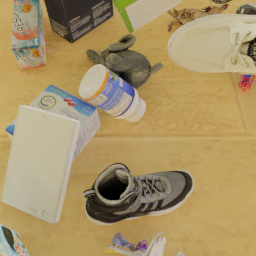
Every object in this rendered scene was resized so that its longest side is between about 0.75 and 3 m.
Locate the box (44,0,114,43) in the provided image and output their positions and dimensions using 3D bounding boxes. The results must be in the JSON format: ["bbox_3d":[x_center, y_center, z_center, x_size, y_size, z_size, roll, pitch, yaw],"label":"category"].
[{"bbox_3d":[-1.713,-4.597,9.940,1.173,2.052,2.254,38,64,21],"label":"box"}]

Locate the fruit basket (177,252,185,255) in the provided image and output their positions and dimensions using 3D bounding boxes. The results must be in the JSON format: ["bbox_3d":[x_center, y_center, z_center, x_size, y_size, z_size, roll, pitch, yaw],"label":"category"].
[{"bbox_3d":[1.279,3.652,5.683,1.493,0.756,1.612,31,47,18],"label":"fruit basket"}]

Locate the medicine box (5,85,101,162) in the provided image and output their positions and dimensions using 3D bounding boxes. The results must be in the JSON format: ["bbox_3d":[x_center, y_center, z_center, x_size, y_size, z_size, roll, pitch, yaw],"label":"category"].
[{"bbox_3d":[-1.981,-0.001,7.705,1.691,0.955,1.856,28,62,17],"label":"medicine box"}]

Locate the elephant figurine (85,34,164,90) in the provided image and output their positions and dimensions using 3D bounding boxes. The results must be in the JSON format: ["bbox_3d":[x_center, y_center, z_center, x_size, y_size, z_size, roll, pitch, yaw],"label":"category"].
[{"bbox_3d":[-0.242,-2.174,8.869,1.786,1.629,2.303,16,37,-23],"label":"elephant figurine"}]

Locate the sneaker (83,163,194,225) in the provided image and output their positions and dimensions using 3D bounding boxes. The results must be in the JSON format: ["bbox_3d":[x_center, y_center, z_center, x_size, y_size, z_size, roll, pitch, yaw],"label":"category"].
[{"bbox_3d":[0.323,1.416,6.441,2.781,1.582,1.049,-14,59,-9],"label":"sneaker"}]

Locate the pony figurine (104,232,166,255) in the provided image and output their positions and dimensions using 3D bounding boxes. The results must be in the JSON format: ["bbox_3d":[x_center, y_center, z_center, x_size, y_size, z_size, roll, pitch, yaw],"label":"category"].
[{"bbox_3d":[0.228,2.817,5.980,1.434,1.194,1.385,13,66,25],"label":"pony figurine"}]

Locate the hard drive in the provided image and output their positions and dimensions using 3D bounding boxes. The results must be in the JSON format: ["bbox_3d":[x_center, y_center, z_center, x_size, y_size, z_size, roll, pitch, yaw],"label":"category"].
[{"bbox_3d":[-2.105,0.820,6.631,1.600,0.319,2.427,16,96,19],"label":"hard drive"}]

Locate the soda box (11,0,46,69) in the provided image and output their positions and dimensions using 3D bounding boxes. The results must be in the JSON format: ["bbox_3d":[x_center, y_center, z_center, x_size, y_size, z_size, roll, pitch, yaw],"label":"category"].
[{"bbox_3d":[-3.464,-3.425,9.842,0.896,0.963,2.817,-9,58,-6],"label":"soda box"}]

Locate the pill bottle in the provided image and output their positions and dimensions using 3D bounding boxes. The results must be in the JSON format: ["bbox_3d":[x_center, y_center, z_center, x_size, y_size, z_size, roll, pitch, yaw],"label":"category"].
[{"bbox_3d":[-0.358,-0.873,7.751,1.012,1.807,1.012,-28,47,35],"label":"pill bottle"}]

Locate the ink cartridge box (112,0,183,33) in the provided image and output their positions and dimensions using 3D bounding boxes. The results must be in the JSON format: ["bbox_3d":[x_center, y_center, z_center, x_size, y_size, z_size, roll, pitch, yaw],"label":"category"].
[{"bbox_3d":[0.735,-3.861,7.835,2.307,1.705,0.874,-30,86,8],"label":"ink cartridge box"}]

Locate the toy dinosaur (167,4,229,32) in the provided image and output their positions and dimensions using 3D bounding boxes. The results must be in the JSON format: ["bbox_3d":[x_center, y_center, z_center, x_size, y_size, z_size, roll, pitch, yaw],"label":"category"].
[{"bbox_3d":[2.403,-4.106,10.366,2.248,0.965,1.524,27,50,34],"label":"toy dinosaur"}]

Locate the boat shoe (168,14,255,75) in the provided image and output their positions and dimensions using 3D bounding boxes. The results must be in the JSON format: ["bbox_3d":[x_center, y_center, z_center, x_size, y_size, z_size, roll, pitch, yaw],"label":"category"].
[{"bbox_3d":[2.105,-1.374,4.722,2.956,1.048,1.032,8,20,16],"label":"boat shoe"}]

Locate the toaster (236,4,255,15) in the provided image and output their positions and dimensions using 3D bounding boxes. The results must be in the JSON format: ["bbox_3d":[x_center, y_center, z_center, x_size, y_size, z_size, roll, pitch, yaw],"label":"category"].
[{"bbox_3d":[4.734,-2.948,9.018,1.792,1.577,2.775,-9,44,-12],"label":"toaster"}]

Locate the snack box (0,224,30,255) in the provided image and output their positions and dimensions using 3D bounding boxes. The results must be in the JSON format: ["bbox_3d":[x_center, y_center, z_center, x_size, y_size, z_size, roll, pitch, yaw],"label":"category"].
[{"bbox_3d":[-2.038,3.126,5.413,0.483,1.512,2.602,-32,63,-17],"label":"snack box"}]

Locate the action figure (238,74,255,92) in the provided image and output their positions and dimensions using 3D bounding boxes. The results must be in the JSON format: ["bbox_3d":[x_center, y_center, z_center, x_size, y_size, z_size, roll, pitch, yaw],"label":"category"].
[{"bbox_3d":[3.871,-1.772,9.020,0.436,0.661,1.335,16,61,13],"label":"action figure"}]

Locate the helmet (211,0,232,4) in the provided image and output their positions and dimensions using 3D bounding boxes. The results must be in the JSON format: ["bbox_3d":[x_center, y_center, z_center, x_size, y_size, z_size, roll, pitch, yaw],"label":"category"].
[{"bbox_3d":[2.524,-3.697,7.310,0.821,0.861,0.861,-20,60,-17],"label":"helmet"}]
